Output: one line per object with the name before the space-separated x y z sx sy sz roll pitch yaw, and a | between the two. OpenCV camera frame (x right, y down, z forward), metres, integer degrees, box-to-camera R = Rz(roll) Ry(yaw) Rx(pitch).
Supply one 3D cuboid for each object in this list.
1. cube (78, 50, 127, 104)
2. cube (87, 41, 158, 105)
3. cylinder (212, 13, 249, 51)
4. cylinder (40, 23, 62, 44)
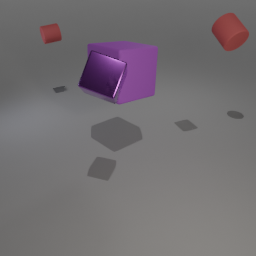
cube | -0.455 -0.938 5.319 0.700 0.700 0.700 20 -3 1
cube | -0.168 -1.615 7.861 1.400 1.400 1.400 -19 31 -39
cylinder | 2.677 -2.515 7.358 0.700 0.700 0.700 -13 63 -22
cylinder | -3.180 -3.880 11.519 0.700 0.700 0.700 -20 35 -19
